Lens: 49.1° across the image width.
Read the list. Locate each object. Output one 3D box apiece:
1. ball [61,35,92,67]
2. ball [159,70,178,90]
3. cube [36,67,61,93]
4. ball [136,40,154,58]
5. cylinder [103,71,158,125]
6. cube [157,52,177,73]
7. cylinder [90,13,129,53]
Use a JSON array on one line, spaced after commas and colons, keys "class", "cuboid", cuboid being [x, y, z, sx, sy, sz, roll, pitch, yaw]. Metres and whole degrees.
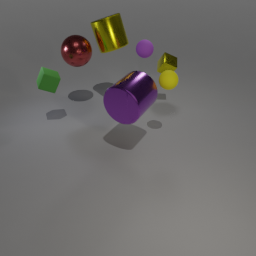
[{"class": "ball", "cuboid": [-2.310, -3.455, 12.583, 1.400, 1.400, 1.400, 0, 31, 0]}, {"class": "ball", "cuboid": [1.451, -1.717, 10.025, 0.700, 0.700, 0.700, 0, 31, 0]}, {"class": "cube", "cuboid": [-3.220, -1.935, 11.321, 0.700, 0.700, 0.700, 13, 28, -32]}, {"class": "ball", "cuboid": [0.658, -3.114, 11.025, 0.700, 0.700, 0.700, 0, 31, 0]}, {"class": "cylinder", "cuboid": [0.103, -1.051, 9.574, 1.400, 1.400, 1.400, 16, 40, 26]}, {"class": "cube", "cuboid": [1.838, -2.974, 13.139, 0.700, 0.700, 0.700, 19, 55, -17]}, {"class": "cylinder", "cuboid": [-0.820, -4.288, 12.679, 1.400, 1.400, 1.400, -16, 23, 7]}]
